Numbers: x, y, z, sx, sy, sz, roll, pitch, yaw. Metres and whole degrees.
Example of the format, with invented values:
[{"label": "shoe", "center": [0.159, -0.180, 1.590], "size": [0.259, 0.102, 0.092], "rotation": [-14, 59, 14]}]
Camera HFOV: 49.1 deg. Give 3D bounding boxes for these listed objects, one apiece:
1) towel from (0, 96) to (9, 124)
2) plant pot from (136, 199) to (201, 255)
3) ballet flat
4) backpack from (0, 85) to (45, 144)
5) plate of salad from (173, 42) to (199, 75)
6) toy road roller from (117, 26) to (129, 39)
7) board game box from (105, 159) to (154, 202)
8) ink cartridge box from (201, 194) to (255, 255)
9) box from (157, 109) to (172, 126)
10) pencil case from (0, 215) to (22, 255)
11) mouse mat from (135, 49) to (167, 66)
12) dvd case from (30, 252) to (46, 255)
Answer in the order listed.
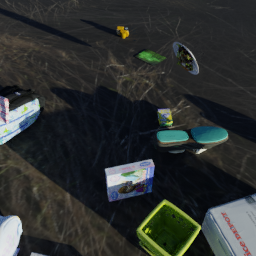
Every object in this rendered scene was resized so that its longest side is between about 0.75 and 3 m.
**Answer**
[{"label": "towel", "center": [-3.829, -0.562, 8.418], "size": [0.594, 0.812, 0.121], "rotation": [18, 23, 26]}, {"label": "plant pot", "center": [1.048, 2.954, 7.584], "size": [1.250, 1.140, 1.256], "rotation": [34, 54, 28]}, {"label": "ballet flat", "center": [2.226, 0.468, 10.180], "size": [2.654, 0.908, 0.903], "rotation": [-1, 46, -1]}, {"label": "backpack", "center": [-4.726, -0.520, 10.683], "size": [2.027, 1.911, 2.485], "rotation": [17, 21, 13]}, {"label": "plate of salad", "center": [2.370, -2.885, 11.822], "size": [0.396, 1.648, 1.648], "rotation": [-37, 52, -2]}, {"label": "toy road roller", "center": [-0.335, -5.589, 16.461], "size": [0.779, 0.479, 0.568], "rotation": [12, 58, 11]}, {"label": "board game box", "center": [0.054, 1.647, 8.661], "size": [1.443, 1.446, 0.298], "rotation": [-11, 47, -9]}, {"label": "ink cartridge box", "center": [3.793, 2.942, 7.527], "size": [2.934, 1.219, 2.151], "rotation": [-12, 47, -12]}, {"label": "box", "center": [1.524, -0.428, 11.560], "size": [0.526, 0.217, 0.896], "rotation": [-3, 47, -2]}, {"label": "pencil case", "center": [-4.494, 2.862, 7.612], "size": [2.990, 1.243, 1.356], "rotation": [4, 31, 3]}, {"label": "mouse mat", "center": [1.213, -3.784, 14.975], "size": [1.400, 0.053, 1.126], "rotation": [33, 54, 29]}, {"label": "dvd case", "center": [-1.881, 4.074, 7.164], "size": [1.916, 0.168, 1.367], "rotation": [9, 46, 8]}]
